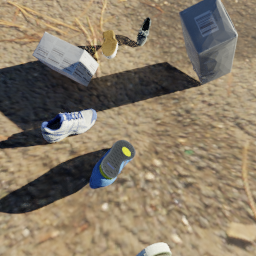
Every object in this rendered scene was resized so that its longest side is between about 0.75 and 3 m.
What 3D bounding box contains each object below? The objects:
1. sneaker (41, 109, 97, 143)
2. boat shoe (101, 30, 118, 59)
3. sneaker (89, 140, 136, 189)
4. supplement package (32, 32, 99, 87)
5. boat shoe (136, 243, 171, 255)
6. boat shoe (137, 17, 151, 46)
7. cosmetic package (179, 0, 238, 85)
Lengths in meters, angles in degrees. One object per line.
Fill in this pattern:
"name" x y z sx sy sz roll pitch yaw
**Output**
"sneaker" -1.729 -0.162 8.332 1.731 0.763 0.652 -29 61 -15
"boat shoe" -0.611 -2.878 9.988 0.570 0.558 1.611 -8 47 6
"sneaker" -0.436 0.944 7.510 0.662 0.788 2.009 45 30 0
"supplement package" -2.017 -2.237 9.256 1.615 1.258 0.896 29 90 17
"boat shoe" 0.001 3.400 5.194 2.812 1.005 0.840 -56 43 16
"boat shoe" 0.611 -3.646 10.587 0.406 0.335 1.084 24 91 0
"cosmetic package" 2.418 -2.489 8.489 1.221 2.707 1.446 -24 76 14
